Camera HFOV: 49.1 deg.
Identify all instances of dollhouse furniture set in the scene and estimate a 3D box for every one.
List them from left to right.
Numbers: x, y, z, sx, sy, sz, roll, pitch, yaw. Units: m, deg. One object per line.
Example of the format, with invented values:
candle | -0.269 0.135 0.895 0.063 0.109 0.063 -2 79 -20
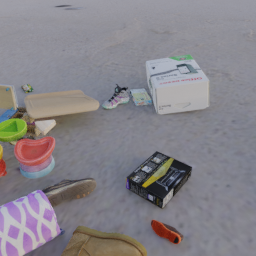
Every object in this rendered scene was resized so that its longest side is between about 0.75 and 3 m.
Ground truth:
dollhouse furniture set | -4.026 -1.002 9.953 1.976 2.093 1.366 5 34 7

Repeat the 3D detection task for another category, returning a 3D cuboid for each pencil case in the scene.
pencil case | -2.839 2.313 5.769 2.867 1.203 1.226 -21 10 -31

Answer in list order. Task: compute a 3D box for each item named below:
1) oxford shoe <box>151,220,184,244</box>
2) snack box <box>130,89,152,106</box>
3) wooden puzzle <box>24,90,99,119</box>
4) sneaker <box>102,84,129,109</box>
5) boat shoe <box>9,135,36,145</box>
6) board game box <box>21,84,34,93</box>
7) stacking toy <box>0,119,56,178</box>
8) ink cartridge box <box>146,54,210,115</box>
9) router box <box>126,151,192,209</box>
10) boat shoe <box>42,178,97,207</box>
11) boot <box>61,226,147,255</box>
oxford shoe | 0.900 2.390 6.510 0.832 0.296 0.302 27 16 35
snack box | 0.538 -1.361 12.197 0.682 0.218 1.174 -7 34 -10
wooden puzzle | -2.641 -0.913 10.851 2.494 0.502 2.696 -10 21 -20
sneaker | -0.523 -1.377 11.577 1.321 0.924 0.514 -27 42 -35
boat shoe | -3.169 0.419 8.990 1.185 0.384 0.434 8 -2 -26
board game box | -4.690 -1.840 13.055 0.406 0.091 0.775 -18 37 -28
stacking toy | -3.016 0.652 7.946 2.155 0.910 1.951 0 37 4
ink cartridge box | 2.026 -1.940 11.949 2.154 1.241 2.952 -9 34 1
router box | 0.879 1.383 7.844 1.223 0.406 1.556 24 40 32
boat shoe | -1.593 1.580 7.425 1.506 0.561 0.552 -13 35 -21
boot | -0.810 2.959 5.260 1.834 0.692 2.094 1 30 26
